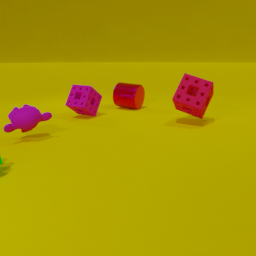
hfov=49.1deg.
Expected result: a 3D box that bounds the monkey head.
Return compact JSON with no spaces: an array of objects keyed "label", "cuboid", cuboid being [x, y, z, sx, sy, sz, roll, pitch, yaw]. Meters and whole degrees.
[{"label":"monkey head","cuboid":[-2.432,-0.142,6.735,1.134,0.816,0.684,-21,41,-27]}]

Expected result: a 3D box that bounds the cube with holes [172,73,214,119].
[{"label":"cube with holes","cuboid":[1.957,-0.940,8.367,0.881,0.881,0.881,23,-8,22]}]

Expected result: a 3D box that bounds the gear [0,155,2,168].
[{"label":"gear","cuboid":[-2.796,0.655,4.666,1.254,0.232,1.254,-5,18,2]}]

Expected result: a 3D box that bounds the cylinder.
[{"label":"cylinder","cuboid":[0.038,-1.246,10.801,0.943,0.943,0.943,11,18,26]}]

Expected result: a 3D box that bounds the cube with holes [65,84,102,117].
[{"label":"cube with holes","cuboid":[-1.453,-0.909,9.291,0.757,0.757,0.757,9,-16,28]}]
